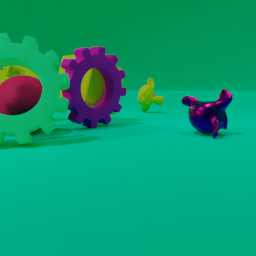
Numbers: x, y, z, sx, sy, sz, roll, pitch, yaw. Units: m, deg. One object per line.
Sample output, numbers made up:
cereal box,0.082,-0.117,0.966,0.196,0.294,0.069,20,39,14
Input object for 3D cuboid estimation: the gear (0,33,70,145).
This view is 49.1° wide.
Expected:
gear,-2.055,-0.692,5.036,1.950,1.950,0.361,-2,-7,-15

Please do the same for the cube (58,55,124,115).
cube,-1.146,-1.265,8.341,1.395,1.395,1.395,6,-8,38

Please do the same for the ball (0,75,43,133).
ball,-2.322,-0.525,6.299,1.309,1.309,1.309,0,8,0

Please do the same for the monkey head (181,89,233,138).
monkey head,1.804,-0.382,6.177,0.830,0.990,1.377,-3,40,-27

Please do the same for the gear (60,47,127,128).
gear,-0.881,-1.032,7.188,2.009,2.009,0.372,-8,15,-44

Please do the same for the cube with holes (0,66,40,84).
cube with holes,-3.472,-1.252,8.383,1.289,1.289,1.289,21,-37,-23

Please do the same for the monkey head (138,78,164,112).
monkey head,0.950,-1.274,11.652,1.065,1.481,0.892,11,20,0
